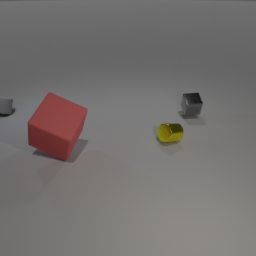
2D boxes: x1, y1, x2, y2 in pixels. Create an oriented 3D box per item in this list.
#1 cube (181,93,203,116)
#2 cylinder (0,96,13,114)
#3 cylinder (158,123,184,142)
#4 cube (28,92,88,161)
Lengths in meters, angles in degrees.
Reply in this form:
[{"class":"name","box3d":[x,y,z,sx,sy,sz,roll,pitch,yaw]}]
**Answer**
[{"class":"cube","box3d":[2.758,-1.032,12.144,0.700,0.700,0.700,-5,49,-4]},{"class":"cylinder","box3d":[-5.576,-1.033,12.587,0.700,0.700,0.700,10,8,-2]},{"class":"cylinder","box3d":[1.577,0.165,10.376,0.700,0.700,0.700,0,23,-38]},{"class":"cube","box3d":[-2.319,-0.035,9.239,1.400,1.400,1.400,24,54,-3]}]
